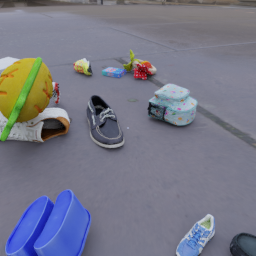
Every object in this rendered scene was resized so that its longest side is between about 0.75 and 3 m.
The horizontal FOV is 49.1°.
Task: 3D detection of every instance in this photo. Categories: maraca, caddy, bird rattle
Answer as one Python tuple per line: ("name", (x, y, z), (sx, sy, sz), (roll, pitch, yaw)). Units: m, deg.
("maraca", (-2.822, -0.832, 7.471), (1.424, 1.826, 2.663), (23, 43, -20))
("caddy", (-1.318, 1.904, 4.958), (1.176, 0.873, 1.664), (-16, 25, 16))
("bird rattle", (0.736, -3.067, 13.816), (1.603, 1.108, 1.967), (-1, 27, -38))

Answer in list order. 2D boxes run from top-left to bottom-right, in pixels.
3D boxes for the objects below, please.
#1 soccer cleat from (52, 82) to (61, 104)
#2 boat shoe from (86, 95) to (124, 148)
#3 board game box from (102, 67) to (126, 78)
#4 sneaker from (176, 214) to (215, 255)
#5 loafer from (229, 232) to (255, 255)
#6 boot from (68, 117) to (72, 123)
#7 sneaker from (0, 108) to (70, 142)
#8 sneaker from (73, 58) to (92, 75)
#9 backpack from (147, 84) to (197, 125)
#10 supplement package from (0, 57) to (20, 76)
("soccer cleat", (-2.785, -1.301, 10.417), (0.483, 1.134, 0.389), (5, 61, -7))
("boat shoe", (-0.808, -0.276, 8.876), (0.949, 0.819, 2.612), (-10, 31, -17))
("board game box", (-0.690, -2.778, 13.988), (1.004, 0.226, 0.764), (13, 32, 22))
("sneaker", (1.253, 2.013, 5.171), (0.429, 0.436, 1.132), (23, 37, 32))
("loafer", (2.774, 2.246, 4.359), (2.298, 0.807, 0.780), (21, 36, 33))
("boot", (-2.377, -0.266, 9.496), (0.781, 0.251, 0.728), (25, 39, 30))
("sneaker", (-3.109, -0.073, 8.315), (2.756, 1.004, 1.167), (-8, 28, -17))
("sneaker", (-2.298, -3.002, 14.053), (0.796, 0.689, 1.763), (-17, 26, -15))
("backpack", (1.581, -0.776, 9.483), (1.491, 1.143, 1.310), (29, 41, 25))
("supplement package", (-5.306, -2.084, 11.730), (1.212, 1.208, 2.067), (15, 33, 25))
